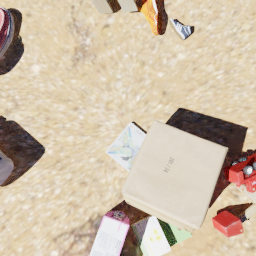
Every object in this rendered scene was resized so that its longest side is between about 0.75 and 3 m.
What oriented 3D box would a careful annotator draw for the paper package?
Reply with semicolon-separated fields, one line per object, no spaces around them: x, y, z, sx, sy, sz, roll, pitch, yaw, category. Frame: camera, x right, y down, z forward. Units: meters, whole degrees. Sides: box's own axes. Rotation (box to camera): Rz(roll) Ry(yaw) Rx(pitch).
1.153;1.190;7.090;2.062;1.119;2.163;22;68;14;paper package

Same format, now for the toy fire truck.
3.387;1.685;7.651;2.494;0.608;1.759;-19;104;-17;toy fire truck

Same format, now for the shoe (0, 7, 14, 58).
-4.385;-2.468;8.124;1.052;1.339;2.944;23;81;4;shoe

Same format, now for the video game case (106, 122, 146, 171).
0.115;0.594;8.219;1.064;0.128;1.167;39;83;6;video game case

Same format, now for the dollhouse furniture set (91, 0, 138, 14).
0.067;-4.894;8.022;2.634;1.750;2.308;2;81;16;dollhouse furniture set

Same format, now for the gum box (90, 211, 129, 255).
-0.578;3.198;7.230;0.692;1.187;2.092;20;81;4;gum box

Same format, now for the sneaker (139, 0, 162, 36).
0.695;-3.609;8.810;0.613;0.580;1.588;-15;77;21;sneaker

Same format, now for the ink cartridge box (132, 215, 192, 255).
0.947;2.867;7.743;1.415;0.339;1.029;-25;81;-2;ink cartridge box

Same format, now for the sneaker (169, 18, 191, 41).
1.652;-3.180;8.783;0.431;0.278;0.794;-35;89;-1;sneaker

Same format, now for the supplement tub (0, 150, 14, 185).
-4.178;0.857;7.600;1.750;1.266;1.266;40;83;7;supplement tub
